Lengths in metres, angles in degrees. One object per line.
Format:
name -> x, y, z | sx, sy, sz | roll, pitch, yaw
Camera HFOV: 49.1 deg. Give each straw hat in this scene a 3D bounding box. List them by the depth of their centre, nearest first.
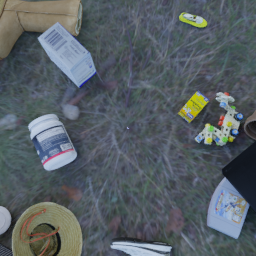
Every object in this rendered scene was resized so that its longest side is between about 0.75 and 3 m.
straw hat -> -2.413, 3.177, 7.833 | 0.933, 2.203, 2.203 | -22, 76, 38

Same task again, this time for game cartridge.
game cartridge -> 3.015, 2.338, 8.372 | 1.049, 0.327, 1.575 | 24, 80, 0

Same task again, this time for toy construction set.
toy construction set -> 2.890, -0.194, 8.659 | 1.138, 0.799, 1.735 | 21, 91, 4

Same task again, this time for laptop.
laptop -> 4.239, 1.631, 8.032 | 2.357, 2.660, 1.374 | -37, 39, -6

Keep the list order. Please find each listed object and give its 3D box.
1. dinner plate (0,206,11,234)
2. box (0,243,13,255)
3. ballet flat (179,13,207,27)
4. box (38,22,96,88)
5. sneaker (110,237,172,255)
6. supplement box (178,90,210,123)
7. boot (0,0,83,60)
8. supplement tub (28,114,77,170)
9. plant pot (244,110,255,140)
dinner plate -> -3.840, 2.693, 8.133 | 0.824, 0.100, 0.824 | 2, 77, -7
box -> -4.000, 4.569, 7.272 | 2.708, 1.590, 2.663 | 27, 80, 4
ballet flat -> 2.234, -3.692, 9.526 | 0.985, 0.330, 0.329 | 17, 79, 3
box -> -1.801, -2.186, 8.617 | 0.799, 1.522, 1.400 | -44, 82, -8
sneaker -> 0.318, 3.700, 7.901 | 1.767, 0.667, 1.017 | 8, 77, -1
supplement box -> 2.073, -0.669, 8.854 | 0.476, 0.479, 0.874 | 40, 82, 7
boot -> -2.960, -3.276, 9.179 | 2.666, 0.882, 2.335 | 5, 79, 0
supplement tub -> -2.259, 0.428, 8.368 | 1.019, 1.019, 1.452 | -27, 80, -5
plant pot -> 4.236, -0.245, 8.564 | 1.100, 1.100, 0.959 | 29, 63, 6
